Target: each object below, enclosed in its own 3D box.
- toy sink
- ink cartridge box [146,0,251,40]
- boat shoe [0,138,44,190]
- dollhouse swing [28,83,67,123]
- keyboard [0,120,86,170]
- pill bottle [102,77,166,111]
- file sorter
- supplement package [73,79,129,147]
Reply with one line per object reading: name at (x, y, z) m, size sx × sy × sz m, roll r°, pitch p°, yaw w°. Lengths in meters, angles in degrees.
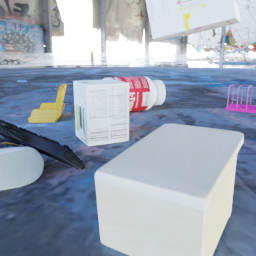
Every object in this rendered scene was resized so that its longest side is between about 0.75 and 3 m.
toy sink at (0.603, 0.697, 3.332) m, size 1.138 × 0.978 × 1.746 m, roll 9°, pitch 22°, yaw 29°
ink cartridge box at (1.939, -3.473, 7.609) m, size 2.520 × 1.578 × 1.620 m, roll -7°, pitch 13°, yaw 26°
boat shoe at (-2.518, 0.601, 4.148) m, size 2.281 × 0.807 × 1.035 m, roll -1°, pitch 8°, yaw -41°
dollhouse swing at (-2.543, -0.831, 8.895) m, size 1.128 × 1.091 × 1.242 m, roll -1°, pitch 16°, yaw -3°
keyboard at (-1.764, 0.173, 4.873) m, size 2.020 × 0.259 × 1.213 m, roll 17°, pitch -17°, yaw 24°
pill bottle at (0.173, -1.224, 10.078) m, size 2.187 × 1.228 × 1.228 m, roll -6°, pitch 16°, yaw -20°
file sorter at (4.448, -1.098, 10.264) m, size 1.432 × 0.898 × 0.995 m, roll 9°, pitch 17°, yaw 30°
supplement package at (-0.651, -0.416, 6.708) m, size 1.042 × 1.384 × 1.050 m, roll -7°, pitch 16°, yaw -25°
